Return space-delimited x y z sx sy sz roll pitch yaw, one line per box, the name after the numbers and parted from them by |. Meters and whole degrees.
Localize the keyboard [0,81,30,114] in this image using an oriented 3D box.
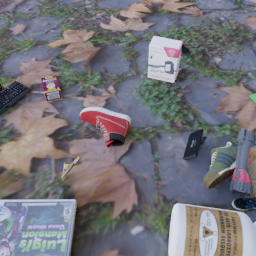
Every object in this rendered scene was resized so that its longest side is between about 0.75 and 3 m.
-5.896 -1.309 12.465 1.498 0.570 2.878 23 51 20 | keyboard

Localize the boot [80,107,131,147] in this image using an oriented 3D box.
-1.061 0.003 11.153 2.127 0.770 1.535 12 50 6 | boot

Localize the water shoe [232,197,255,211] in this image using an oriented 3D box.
3.989 2.404 9.131 1.154 0.455 0.412 -2 48 -2 | water shoe

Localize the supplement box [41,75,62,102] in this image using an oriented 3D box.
-3.514 -1.818 12.895 0.744 0.587 1.137 -15 49 -13 | supplement box

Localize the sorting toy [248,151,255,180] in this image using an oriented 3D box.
4.792 1.390 10.235 1.060 0.190 1.423 -29 54 -24 | sorting toy

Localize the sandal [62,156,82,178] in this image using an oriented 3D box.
-2.091 1.288 9.905 0.340 0.379 1.034 43 101 4 | sandal

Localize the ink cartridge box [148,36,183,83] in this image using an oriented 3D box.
1.719 -3.207 13.268 1.391 1.922 0.810 14 52 13 | ink cartridge box

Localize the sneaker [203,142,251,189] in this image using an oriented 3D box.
3.273 1.234 10.000 2.344 0.786 1.052 -25 53 -29 | sneaker

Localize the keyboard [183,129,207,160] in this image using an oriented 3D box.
2.601 0.604 10.650 0.185 0.864 1.439 44 46 -19 | keyboard

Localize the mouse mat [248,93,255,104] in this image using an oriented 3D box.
6.079 -1.377 12.874 0.885 0.033 0.712 -15 49 -12 | mouse mat

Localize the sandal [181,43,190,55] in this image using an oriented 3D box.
2.886 -4.578 15.582 0.597 0.336 1.569 -27 53 -23 | sandal

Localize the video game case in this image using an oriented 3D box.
-3.021 3.301 8.409 2.690 0.314 2.446 0 48 0 | video game case

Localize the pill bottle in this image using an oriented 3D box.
2.630 3.081 7.706 2.860 1.635 1.635 6 48 6 | pill bottle

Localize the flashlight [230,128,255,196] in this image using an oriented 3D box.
4.012 1.182 9.606 0.750 0.747 2.207 15 69 7 | flashlight
